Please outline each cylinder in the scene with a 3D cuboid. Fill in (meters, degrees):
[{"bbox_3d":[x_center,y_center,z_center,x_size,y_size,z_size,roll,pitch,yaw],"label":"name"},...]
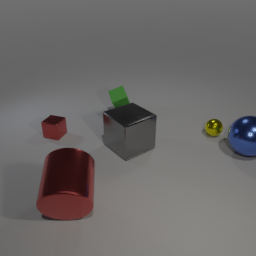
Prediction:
[{"bbox_3d":[-1.590,1.475,7.393,1.400,1.400,1.400,-1,47,-3],"label":"cylinder"}]

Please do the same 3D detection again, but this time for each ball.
[{"bbox_3d":[4.207,0.268,9.711,1.400,1.400,1.400,0,29,0],"label":"ball"},{"bbox_3d":[3.402,-0.024,11.086,0.700,0.700,0.700,0,29,0],"label":"ball"}]

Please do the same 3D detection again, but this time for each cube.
[{"bbox_3d":[-0.385,-1.353,12.667,0.700,0.700,0.700,-22,60,5],"label":"cube"},{"bbox_3d":[0.053,0.083,10.201,1.400,1.400,1.400,-21,35,-32],"label":"cube"},{"bbox_3d":[-2.917,-0.027,11.118,0.700,0.700,0.700,10,31,16],"label":"cube"}]
